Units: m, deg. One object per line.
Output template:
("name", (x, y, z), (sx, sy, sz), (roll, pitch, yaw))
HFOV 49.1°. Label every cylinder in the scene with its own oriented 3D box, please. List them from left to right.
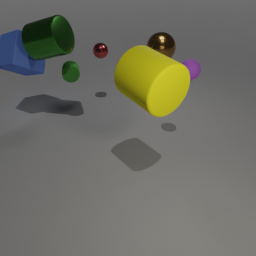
("cylinder", (-2.948, -3.336, 10.443), (1.400, 1.400, 1.400), (-5, 26, 23))
("cylinder", (-2.313, -2.284, 11.319), (0.700, 0.700, 0.700), (-5, 30, -9))
("cylinder", (0.594, -1.204, 7.120), (1.400, 1.400, 1.400), (-21, 43, -31))

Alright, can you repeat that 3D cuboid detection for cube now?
("cube", (-4.361, -3.041, 11.565), (1.400, 1.400, 1.400), (4, -4, 40))

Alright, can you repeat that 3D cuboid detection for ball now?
("ball", (-1.244, -3.508, 12.709), (0.700, 0.700, 0.700), (0, 30, 0))
("ball", (1.583, -3.870, 13.431), (1.400, 1.400, 1.400), (0, 30, 0))
("ball", (2.049, -1.928, 9.269), (0.700, 0.700, 0.700), (0, 30, 0))
